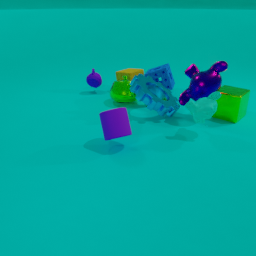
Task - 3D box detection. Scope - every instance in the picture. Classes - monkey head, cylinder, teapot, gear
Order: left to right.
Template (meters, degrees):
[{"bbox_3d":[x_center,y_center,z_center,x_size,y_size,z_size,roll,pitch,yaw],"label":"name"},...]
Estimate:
[{"bbox_3d":[-1.368,-1.986,11.528,0.662,1.065,0.521,4,49,8],"label":"teapot"},{"bbox_3d":[-0.326,-0.101,7.361,0.739,0.739,0.739,-13,-2,0],"label":"cylinder"},{"bbox_3d":[-0.107,-1.487,10.541,1.209,0.952,1.944,-5,12,-18],"label":"teapot"},{"bbox_3d":[0.919,-1.128,9.519,1.836,0.340,1.836,26,31,-17],"label":"gear"},{"bbox_3d":[2.248,-1.484,8.761,1.296,1.801,1.086,51,19,11],"label":"monkey head"},{"bbox_3d":[2.031,-0.597,7.853,0.859,1.194,0.719,34,49,-10],"label":"monkey head"}]

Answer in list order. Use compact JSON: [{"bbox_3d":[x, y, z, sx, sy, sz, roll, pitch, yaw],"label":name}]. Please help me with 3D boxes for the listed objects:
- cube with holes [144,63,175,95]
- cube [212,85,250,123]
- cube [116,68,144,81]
[{"bbox_3d":[1.313,-1.995,11.448,0.908,0.908,0.908,-14,19,21],"label":"cube with holes"},{"bbox_3d":[3.383,-0.818,9.298,0.916,0.916,0.916,20,32,35],"label":"cube"},{"bbox_3d":[0.101,-1.987,11.706,0.844,0.844,0.844,15,29,42],"label":"cube"}]
